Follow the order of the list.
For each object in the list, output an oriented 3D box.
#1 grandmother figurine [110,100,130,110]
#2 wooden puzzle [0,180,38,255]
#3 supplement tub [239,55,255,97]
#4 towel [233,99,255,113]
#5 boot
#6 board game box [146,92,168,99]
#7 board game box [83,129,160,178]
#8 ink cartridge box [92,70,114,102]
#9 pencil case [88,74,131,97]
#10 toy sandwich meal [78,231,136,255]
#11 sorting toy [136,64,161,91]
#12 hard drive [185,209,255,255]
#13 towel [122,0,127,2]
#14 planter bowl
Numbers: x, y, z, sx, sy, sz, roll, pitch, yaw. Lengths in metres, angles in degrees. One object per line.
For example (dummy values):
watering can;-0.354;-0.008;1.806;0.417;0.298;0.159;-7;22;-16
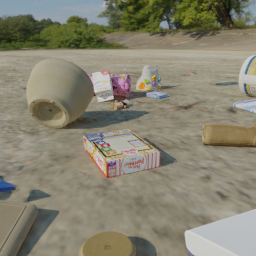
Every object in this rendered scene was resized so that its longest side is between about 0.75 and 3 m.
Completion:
grandmother figurine;-0.270;-0.891;10.615;0.553;0.276;0.912;43;35;23
wooden puzzle;-1.988;1.391;3.797;1.281;0.222;1.899;14;27;6
supplement tub;6.140;-2.059;11.621;1.774;1.774;2.452;-16;25;-38
towel;4.957;-0.736;10.200;1.342;0.217;1.827;-10;22;-25
boot;2.858;0.049;7.423;1.706;0.564;1.494;4;19;13
board game box;1.274;-1.457;12.380;0.594;0.144;0.785;-17;25;-40
board game box;-0.201;0.493;6.380;1.239;0.379;1.635;-8;21;-22
ink cartridge box;-1.021;-1.722;11.485;0.711;1.221;0.412;-13;-24;5
pencil case;-1.115;-1.924;12.362;2.566;1.062;1.110;4;46;10
toy sandwich meal;-0.226;1.590;3.453;0.783;0.268;0.783;-2;16;1
sorting toy;1.132;-2.503;13.782;1.339;1.206;0.715;-14;23;-33
hard drive;2.421;1.263;3.332;2.869;0.364;1.893;-8;0;-22
towel;-0.107;-5.443;10.839;0.820;0.958;0.231;44;19;31
planter bowl;-2.148;-0.846;8.349;2.006;2.006;1.350;3;47;9
